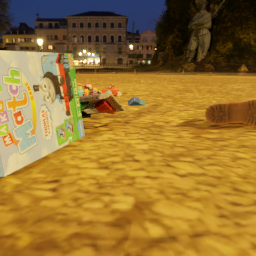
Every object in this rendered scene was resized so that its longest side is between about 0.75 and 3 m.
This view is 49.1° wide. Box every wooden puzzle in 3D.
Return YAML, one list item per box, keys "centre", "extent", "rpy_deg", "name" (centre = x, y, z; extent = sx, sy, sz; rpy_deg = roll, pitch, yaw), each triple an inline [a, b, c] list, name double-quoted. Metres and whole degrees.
- centre: [-1.075, -0.578, 7.949]
  extent: [2.831, 0.331, 1.910]
  rpy_deg: [-7, -10, 19]
  name: "wooden puzzle"

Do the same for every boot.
- centre: [3.459, -0.488, 8.373]
  extent: [2.120, 0.795, 1.137]
  rpy_deg: [4, 9, 21]
  name: "boot"

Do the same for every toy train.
- centre: [-1.752, -1.971, 14.380]
  extent: [2.129, 0.788, 2.834]
  rpy_deg: [8, 15, 33]
  name: "toy train"

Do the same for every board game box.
- centre: [-1.789, -0.456, 5.467]
  extent: [0.480, 1.983, 2.622]
  rpy_deg: [-2, 12, 22]
  name: "board game box"
